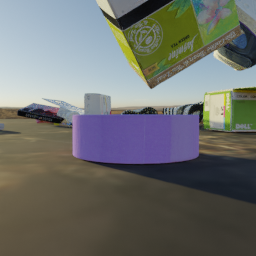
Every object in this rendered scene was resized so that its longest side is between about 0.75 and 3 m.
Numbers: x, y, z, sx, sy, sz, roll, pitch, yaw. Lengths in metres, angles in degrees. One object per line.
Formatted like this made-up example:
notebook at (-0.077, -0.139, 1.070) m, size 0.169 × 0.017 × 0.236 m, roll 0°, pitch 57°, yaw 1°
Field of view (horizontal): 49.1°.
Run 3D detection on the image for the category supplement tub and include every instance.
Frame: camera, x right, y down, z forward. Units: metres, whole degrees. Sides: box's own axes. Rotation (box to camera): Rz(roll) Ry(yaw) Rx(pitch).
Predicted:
supplement tub at (-2.359, -0.433, 12.079) m, size 0.605 × 0.605 × 0.835 m, roll -1°, pitch 3°, yaw -17°

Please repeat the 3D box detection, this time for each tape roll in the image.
tape roll at (0.070, 0.059, 2.635) m, size 1.163 × 0.382 × 1.163 m, roll 1°, pitch 2°, yaw 0°

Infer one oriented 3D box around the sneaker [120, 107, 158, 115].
sneaker at (0.447, -0.537, 12.741) m, size 2.063 × 0.809 × 0.928 m, roll -1°, pitch -1°, yaw -27°

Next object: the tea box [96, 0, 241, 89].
tea box at (0.911, -2.962, 6.902) m, size 2.721 × 2.677 × 1.818 m, roll -32°, pitch 37°, yaw 1°

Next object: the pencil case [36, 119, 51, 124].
pencil case at (-4.336, -0.502, 14.950) m, size 0.530 × 0.530 × 1.213 m, roll 2°, pitch 2°, yaw 39°

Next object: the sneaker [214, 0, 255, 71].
sneaker at (2.973, -3.008, 8.515) m, size 1.161 × 2.882 × 2.110 m, roll -44°, pitch 1°, yaw -30°

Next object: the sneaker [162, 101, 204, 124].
sneaker at (2.320, -0.627, 11.129) m, size 1.625 × 1.066 × 2.825 m, roll 4°, pitch 6°, yaw 36°

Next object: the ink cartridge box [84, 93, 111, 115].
ink cartridge box at (-1.449, -0.927, 13.845) m, size 0.848 × 1.463 × 1.982 m, roll 0°, pitch 3°, yaw 10°

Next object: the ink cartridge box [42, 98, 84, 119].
ink cartridge box at (-2.982, -0.837, 14.235) m, size 2.117 × 0.531 × 2.440 m, roll 22°, pitch 6°, yaw 10°

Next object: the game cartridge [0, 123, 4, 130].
game cartridge at (-3.807, -0.025, 7.206) m, size 0.705 × 0.220 × 1.059 m, roll 6°, pitch 5°, yaw 31°

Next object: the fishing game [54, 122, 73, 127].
fishing game at (-1.311, -0.201, 9.811) m, size 2.352 × 0.366 × 1.684 m, roll -1°, pitch 5°, yaw -35°

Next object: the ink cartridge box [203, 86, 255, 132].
ink cartridge box at (3.154, -0.384, 6.230) m, size 1.941 × 0.995 × 2.626 m, roll 0°, pitch 3°, yaw -12°

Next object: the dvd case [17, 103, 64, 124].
dvd case at (-4.243, -0.800, 14.431) m, size 2.055 × 0.338 × 2.735 m, roll 11°, pitch 11°, yaw -6°
